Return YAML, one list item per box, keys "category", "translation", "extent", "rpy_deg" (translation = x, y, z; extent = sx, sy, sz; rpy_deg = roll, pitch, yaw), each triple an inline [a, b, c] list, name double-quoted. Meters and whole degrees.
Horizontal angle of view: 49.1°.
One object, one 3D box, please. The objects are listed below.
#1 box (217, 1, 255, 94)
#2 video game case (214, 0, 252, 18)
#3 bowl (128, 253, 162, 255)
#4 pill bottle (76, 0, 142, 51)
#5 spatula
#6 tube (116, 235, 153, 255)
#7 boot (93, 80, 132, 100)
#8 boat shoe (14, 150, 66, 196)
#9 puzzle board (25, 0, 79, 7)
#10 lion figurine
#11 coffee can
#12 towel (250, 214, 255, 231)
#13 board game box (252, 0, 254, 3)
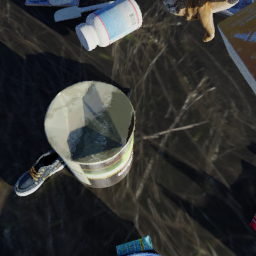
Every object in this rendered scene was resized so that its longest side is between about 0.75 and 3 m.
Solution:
- category: "box"
  translation: [2.268, -1.196, 4.378]
  extent: [1.033, 0.809, 1.660]
  rpy_deg: [-29, 49, 19]
- category: "video game case"
  translation: [3.664, -4.383, 9.820]
  extent: [1.862, 0.177, 1.330]
  rpy_deg: [23, 68, 9]
- category: "bowl"
  translation: [0.395, 4.150, 6.237]
  extent: [2.533, 0.497, 2.533]
  rpy_deg: [0, 68, 0]
- category: "pill bottle"
  translation: [-0.619, -3.291, 8.921]
  extent: [1.968, 1.070, 1.070]
  rpy_deg: [-33, 72, -13]
- category: "spatula"
  translation: [-1.551, -4.704, 9.845]
  extent: [2.576, 0.207, 1.791]
  rpy_deg: [-19, 68, -13]
- category: "tube"
  translation: [0.154, 2.925, 6.905]
  extent: [0.871, 0.219, 0.337]
  rpy_deg: [-11, 81, -9]
- category: "boot"
  translation: [-0.576, -0.838, 8.324]
  extent: [1.263, 0.415, 1.041]
  rpy_deg: [16, 71, 2]
- category: "boat shoe"
  translation: [-2.364, 1.127, 7.335]
  extent: [1.562, 0.709, 0.553]
  rpy_deg: [-39, 73, -14]
- category: "puzzle board"
  translation: [-2.658, -4.978, 10.093]
  extent: [1.894, 0.165, 1.427]
  rpy_deg: [2, 68, 0]
- category: "lion figurine"
  translation: [1.898, -2.633, 5.498]
  extent: [2.424, 1.484, 0.878]
  rpy_deg: [-10, 25, 31]
- category: "coffee can"
  translation: [-0.771, 0.300, 6.699]
  extent: [1.826, 2.495, 1.826]
  rpy_deg: [0, 68, 0]
- category: "towel"
  translation: [3.970, 2.245, 7.181]
  extent: [1.119, 0.174, 1.547]
  rpy_deg: [36, 72, 12]
- category: "board game box"
  translation: [4.876, -4.268, 9.584]
  extent: [1.203, 0.330, 1.905]
  rpy_deg: [7, 70, -8]
